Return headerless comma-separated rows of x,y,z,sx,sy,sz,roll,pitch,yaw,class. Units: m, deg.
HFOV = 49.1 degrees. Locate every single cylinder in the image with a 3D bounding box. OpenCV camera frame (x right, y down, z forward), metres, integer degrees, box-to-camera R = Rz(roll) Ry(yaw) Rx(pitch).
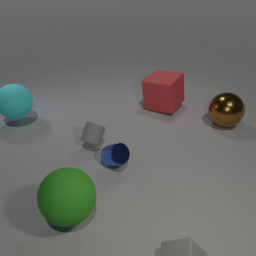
-1.225,0.202,9.842,0.700,0.700,0.700,18,-5,2,cylinder
-0.409,0.852,8.900,0.700,0.700,0.700,-23,2,-33,cylinder

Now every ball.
-4.511,-1.044,11.130,1.400,1.400,1.400,0,31,0,ball
-1.467,1.650,6.762,1.400,1.400,1.400,0,31,0,ball
3.931,-0.722,11.202,1.400,1.400,1.400,0,31,0,ball

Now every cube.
1.597,-1.641,12.492,1.400,1.400,1.400,13,38,31,cube
1.110,2.722,5.613,0.700,0.700,0.700,-23,34,31,cube
